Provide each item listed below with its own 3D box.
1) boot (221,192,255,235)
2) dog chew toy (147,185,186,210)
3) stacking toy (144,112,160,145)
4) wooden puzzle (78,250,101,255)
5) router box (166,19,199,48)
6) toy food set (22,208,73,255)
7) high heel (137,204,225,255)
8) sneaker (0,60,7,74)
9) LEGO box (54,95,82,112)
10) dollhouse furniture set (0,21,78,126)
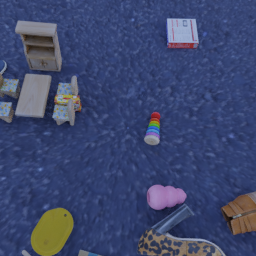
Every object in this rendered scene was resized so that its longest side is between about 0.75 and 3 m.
[{"bbox_3d":[3.620,2.753,7.961,1.376,0.680,1.772,-20,63,-11],"label":"boot"},{"bbox_3d":[1.169,2.049,8.349,1.156,0.720,0.720,0,63,-9],"label":"dog chew toy"},{"bbox_3d":[0.892,-0.027,9.550,0.503,0.503,1.179,10,57,5],"label":"stacking toy"},{"bbox_3d":[-0.889,4.140,7.563,2.219,0.156,1.316,13,64,7],"label":"wooden puzzle"},{"bbox_3d":[2.217,-3.907,11.532,1.204,0.328,1.341,1,63,1],"label":"router box"},{"bbox_3d":[-2.187,3.068,7.896,0.945,0.525,1.607,27,61,6],"label":"toy food set"},{"bbox_3d":[1.575,3.651,7.481,1.899,0.951,2.664,-34,67,-7],"label":"high heel"},{"bbox_3d":[-5.503,-2.188,10.418,1.828,0.773,0.685,-27,66,-13],"label":"sneaker"},{"bbox_3d":[-2.087,-0.863,9.831,0.821,0.612,0.317,3,61,2],"label":"LEGO box"},{"bbox_3d":[-3.124,-1.809,9.480,2.723,1.929,2.965,4,61,-3],"label":"dollhouse furniture set"}]
